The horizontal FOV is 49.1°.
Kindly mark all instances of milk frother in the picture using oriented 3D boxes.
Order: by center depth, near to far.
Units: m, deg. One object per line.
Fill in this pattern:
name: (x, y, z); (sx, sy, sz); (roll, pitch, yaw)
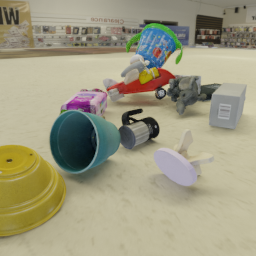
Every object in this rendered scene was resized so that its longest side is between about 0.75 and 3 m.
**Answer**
milk frother: (0.109, 0.085, 8.339); (1.105, 1.060, 1.175); (-19, -16, -43)

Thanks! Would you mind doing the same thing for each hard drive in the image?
hard drive: (4.061, -1.804, 13.861); (2.386, 0.392, 1.665); (-11, 23, -27)

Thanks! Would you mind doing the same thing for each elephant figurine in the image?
elephant figurine: (2.440, -1.359, 11.228); (1.362, 1.493, 1.924); (10, 16, -17)

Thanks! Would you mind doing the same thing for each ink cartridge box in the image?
ink cartridge box: (2.707, -1.925, 12.944); (0.624, 1.037, 1.427); (-3, 12, -19)

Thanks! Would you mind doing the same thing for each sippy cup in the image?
sippy cup: (1.233, -3.756, 13.833); (2.552, 2.004, 1.870); (0, 56, 54)

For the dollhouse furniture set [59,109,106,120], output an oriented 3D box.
dollhouse furniture set: (-1.344, 0.112, 8.696); (1.583, 0.794, 1.037); (7, 34, -36)

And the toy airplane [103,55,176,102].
toy airplane: (0.272, -2.249, 12.611); (2.883, 2.043, 2.896); (-6, 3, -43)

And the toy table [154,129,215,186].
toy table: (1.224, 0.700, 6.151); (0.745, 1.169, 1.271); (-30, 35, -23)

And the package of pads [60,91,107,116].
package of pads: (-1.587, -0.798, 10.499); (1.289, 0.809, 2.139); (0, 20, 7)

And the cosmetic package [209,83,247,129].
cosmetic package: (3.672, -0.879, 10.181); (1.010, 1.196, 2.239); (9, 20, 23)

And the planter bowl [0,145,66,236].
planter bowl: (-2.173, 0.895, 5.201); (2.036, 0.848, 2.036); (7, 30, -4)

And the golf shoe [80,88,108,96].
golf shoe: (-1.564, -1.676, 13.364); (1.436, 0.541, 0.657); (10, 18, 21)

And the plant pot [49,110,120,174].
plant pot: (-0.909, 0.304, 6.770); (1.418, 1.418, 1.333); (12, 6, 29)
